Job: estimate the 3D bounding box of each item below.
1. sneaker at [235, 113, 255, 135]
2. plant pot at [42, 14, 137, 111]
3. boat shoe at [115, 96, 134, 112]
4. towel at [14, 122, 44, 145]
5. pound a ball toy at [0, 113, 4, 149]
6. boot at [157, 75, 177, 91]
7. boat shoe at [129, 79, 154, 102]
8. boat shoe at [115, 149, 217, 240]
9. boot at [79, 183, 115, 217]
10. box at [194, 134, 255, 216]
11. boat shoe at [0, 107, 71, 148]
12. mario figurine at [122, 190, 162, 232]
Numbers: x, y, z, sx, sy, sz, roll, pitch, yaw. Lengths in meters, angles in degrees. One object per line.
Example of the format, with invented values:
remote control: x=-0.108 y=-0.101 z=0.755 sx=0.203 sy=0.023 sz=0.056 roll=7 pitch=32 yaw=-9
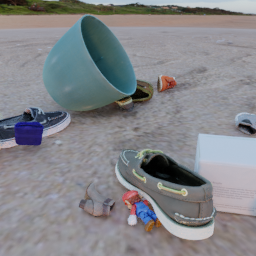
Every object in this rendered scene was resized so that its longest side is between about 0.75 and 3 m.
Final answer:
sneaker: x=3.884 y=-0.055 z=8.152 sx=1.495 sy=0.561 sz=0.863 roll=0 pitch=27 yaw=27
plant pot: x=-1.436 y=-1.861 z=9.354 sx=2.269 sy=2.827 sz=2.827 roll=-27 pitch=13 yaw=26
boat shoe: x=-0.113 y=-0.825 z=9.804 sx=0.579 sy=0.513 sz=1.582 roll=-19 pitch=10 yaw=0
towel: x=-2.490 y=0.141 z=7.043 sx=0.667 sy=0.904 sz=0.224 roll=3 pitch=57 yaw=-19
pound a ball toy: x=-4.261 y=0.412 z=6.563 sx=2.962 sy=1.258 sz=1.931 roll=-16 pitch=3 yaw=-31
boot: x=1.716 y=-2.002 z=12.373 sx=0.876 sy=0.613 sz=1.633 roll=9 pitch=24 yaw=7
boat shoe: x=-0.421 y=-1.546 z=10.773 sx=2.824 sy=1.016 sz=0.960 roll=3 pitch=23 yaw=6
boat shoe: x=0.569 y=0.882 z=5.259 sx=1.028 sy=0.860 sz=2.876 roll=-4 pitch=17 yaw=-24
boot: x=-0.537 y=1.352 z=5.272 sx=0.602 sy=0.289 sz=0.824 roll=10 pitch=26 yaw=7
box: x=1.909 y=0.842 z=5.390 sx=1.220 sy=1.050 sz=1.226 roll=5 pitch=25 yaw=11
boat shoe: x=-2.689 y=-0.213 z=8.046 sx=0.858 sy=0.810 sz=2.391 roll=22 pitch=32 yaw=40
mario figurine: x=0.203 y=1.481 z=4.989 sx=0.872 sy=0.462 sz=0.538 roll=40 pitch=2 yaw=43
